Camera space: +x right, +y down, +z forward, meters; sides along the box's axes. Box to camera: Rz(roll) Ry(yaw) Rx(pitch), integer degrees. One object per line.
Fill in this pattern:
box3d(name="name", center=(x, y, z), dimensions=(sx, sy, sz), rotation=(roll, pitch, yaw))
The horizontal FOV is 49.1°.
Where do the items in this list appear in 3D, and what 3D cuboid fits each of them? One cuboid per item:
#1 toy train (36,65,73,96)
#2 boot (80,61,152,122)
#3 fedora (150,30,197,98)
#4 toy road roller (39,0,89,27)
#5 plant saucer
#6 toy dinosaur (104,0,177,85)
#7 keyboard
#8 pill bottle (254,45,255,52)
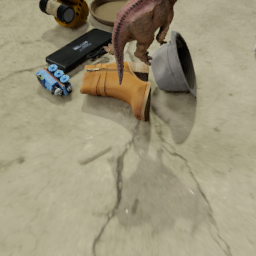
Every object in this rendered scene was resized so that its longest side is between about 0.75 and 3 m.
box3d(name="toy train", center=(-2.212, -1.407, 8.469), dimensions=(0.700, 0.531, 1.225), rotation=(-39, 61, -18))
box3d(name="boot", center=(-0.371, -1.053, 7.901), dimensions=(1.980, 0.943, 2.560), rotation=(1, 37, -1))
box3d(name="fedora", center=(1.281, -1.745, 8.168), dimensions=(0.981, 1.921, 2.172), rotation=(-16, 45, 25))
box3d(name="toy road roller", center=(-2.155, -4.932, 10.499), dimensions=(1.353, 2.202, 1.608), rotation=(32, 21, 24))
box3d(name="plant saucer", center=(-0.310, -4.826, 11.442), dimensions=(2.542, 0.374, 2.542), rotation=(0, 50, 1))
box3d(name="toy dinosaur", center=(0.362, -2.435, 5.870), dimensions=(1.266, 1.999, 2.950), rotation=(36, 76, 5))
box3d(name="keyboard", center=(-1.440, -2.678, 9.675), dimensions=(1.517, 0.324, 2.527), rotation=(27, 55, 29))
box3d(name="pill bottle", center=(4.817, -2.679, 9.514), dimensions=(0.940, 0.521, 0.521), rotation=(20, 53, 16))
